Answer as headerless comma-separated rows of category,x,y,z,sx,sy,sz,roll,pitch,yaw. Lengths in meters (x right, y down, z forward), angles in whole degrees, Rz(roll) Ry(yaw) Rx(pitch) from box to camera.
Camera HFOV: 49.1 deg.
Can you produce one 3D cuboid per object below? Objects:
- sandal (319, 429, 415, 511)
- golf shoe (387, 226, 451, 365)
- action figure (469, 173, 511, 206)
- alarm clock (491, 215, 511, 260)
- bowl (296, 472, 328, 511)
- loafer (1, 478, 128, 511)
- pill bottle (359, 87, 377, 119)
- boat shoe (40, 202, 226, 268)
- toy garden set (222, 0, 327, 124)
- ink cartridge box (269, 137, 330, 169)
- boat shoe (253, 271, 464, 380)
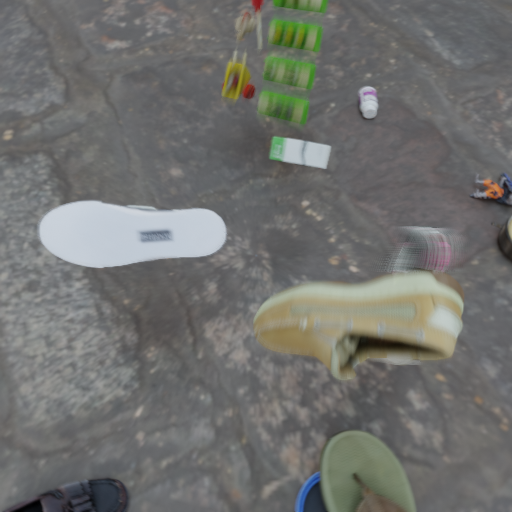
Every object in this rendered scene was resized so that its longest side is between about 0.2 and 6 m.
sandal,1.888,4.101,7.901,1.324,0.952,3.336,-11,67,-12
golf shoe,2.113,0.551,7.876,0.728,0.923,2.005,14,90,34
action figure,5.232,-1.406,12.105,1.071,0.579,1.107,19,32,4
alarm clock,5.590,-0.198,11.177,1.148,0.566,1.702,-25,58,-16
bowl,1.254,3.966,8.649,1.282,0.252,1.282,0,58,-1
loafer,-3.217,4.010,8.287,2.612,0.823,0.939,-18,59,-11
pill bottle,2.712,-3.691,13.533,0.416,0.416,0.740,1,58,1
boat shoe,-1.810,-0.347,8.414,2.629,0.891,0.943,-4,92,-13
toy garden set,0.215,-4.005,10.894,2.052,2.462,0.491,24,27,32
ink cartridge box,0.753,-1.734,9.441,0.949,0.696,0.394,11,100,7
boat shoe,1.029,0.960,6.854,2.914,1.044,1.110,-18,44,42
